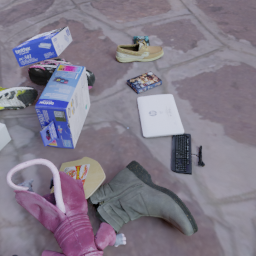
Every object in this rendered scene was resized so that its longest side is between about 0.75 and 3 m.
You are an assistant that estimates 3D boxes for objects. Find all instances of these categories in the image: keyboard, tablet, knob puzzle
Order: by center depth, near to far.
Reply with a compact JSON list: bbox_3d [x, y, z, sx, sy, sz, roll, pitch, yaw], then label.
[{"bbox_3d":[-1.379,1.564,8.078,1.877,0.260,1.877,-19,39,16],"label":"knob puzzle"},{"bbox_3d":[1.978,0.810,9.173,1.067,0.173,1.679,6,47,5],"label":"keyboard"},{"bbox_3d":[1.154,-0.517,10.407,1.437,0.151,2.209,-6,44,-1],"label":"tablet"}]

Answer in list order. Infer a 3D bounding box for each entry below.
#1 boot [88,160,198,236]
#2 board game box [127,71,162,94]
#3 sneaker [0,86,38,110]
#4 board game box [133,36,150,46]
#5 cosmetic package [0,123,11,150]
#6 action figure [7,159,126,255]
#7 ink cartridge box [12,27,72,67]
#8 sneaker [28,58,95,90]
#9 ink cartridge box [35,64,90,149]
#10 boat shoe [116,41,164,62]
[{"bbox_3d":[0.262,2.228,7.400,1.843,0.955,2.821,-35,48,-22],"label":"boot"},{"bbox_3d":[0.696,-1.925,11.815,1.242,0.215,0.842,-25,51,-22],"label":"board game box"},{"bbox_3d":[-4.758,-1.256,10.654,2.526,0.940,1.069,-14,47,-14],"label":"sneaker"},{"bbox_3d":[0.693,-4.320,14.207,0.797,0.166,1.178,-1,45,-1],"label":"board game box"},{"bbox_3d":[-5.020,0.193,9.340,1.829,0.776,0.984,18,47,16],"label":"cosmetic package"},{"bbox_3d":[-1.172,2.200,6.353,2.008,2.232,2.998,-25,55,-23],"label":"action figure"},{"bbox_3d":[-2.641,-2.696,9.046,1.219,0.573,2.593,-14,27,5],"label":"ink cartridge box"},{"bbox_3d":[-2.664,-2.424,11.688,2.857,1.148,1.233,14,46,11],"label":"sneaker"},{"bbox_3d":[-2.124,-0.604,9.355,1.042,1.863,2.731,5,46,5],"label":"ink cartridge box"},{"bbox_3d":[0.571,-3.595,13.069,2.307,0.766,0.854,-10,46,-10],"label":"boat shoe"}]
